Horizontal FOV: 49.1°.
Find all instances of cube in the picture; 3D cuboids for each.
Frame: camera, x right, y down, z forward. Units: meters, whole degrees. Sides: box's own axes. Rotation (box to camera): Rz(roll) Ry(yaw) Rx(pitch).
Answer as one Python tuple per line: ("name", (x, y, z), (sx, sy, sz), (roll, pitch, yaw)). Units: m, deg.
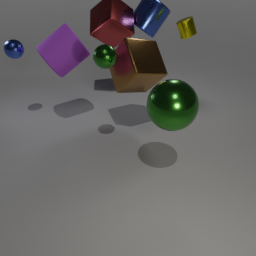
("cube", (0.303, -2.196, 10.057), (1.400, 1.400, 1.400), (-7, 72, -35))
("cube", (-0.695, -4.618, 12.197), (1.400, 1.400, 1.400), (-21, -28, 40))

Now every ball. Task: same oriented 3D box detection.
("ball", (-0.666, -2.077, 8.152), (0.700, 0.700, 0.700), (0, 31, 0))
("ball", (1.198, -0.612, 7.558), (1.400, 1.400, 1.400), (0, 31, 0))
("ball", (-4.175, -2.887, 10.257), (0.700, 0.700, 0.700), (0, 31, 0))

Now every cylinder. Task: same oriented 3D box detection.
("cylinder", (-2.351, -2.823, 10.256), (1.400, 1.400, 1.400), (-39, 36, 3))
("cylinder", (2.449, -4.177, 11.688), (0.700, 0.700, 0.700), (-20, 26, 10))
("cylinder", (0.988, -5.137, 12.858), (1.400, 1.400, 1.400), (33, 17, -11))
